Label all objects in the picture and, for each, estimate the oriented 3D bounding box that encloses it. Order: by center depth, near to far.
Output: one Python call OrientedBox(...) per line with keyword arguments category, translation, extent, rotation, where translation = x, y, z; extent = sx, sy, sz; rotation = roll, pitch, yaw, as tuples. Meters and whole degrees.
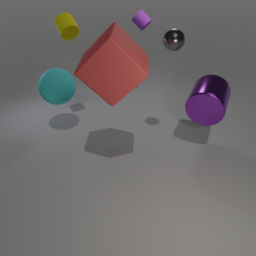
OrientedBox(category="cube", translation=(-0.398, -1.755, 7.718), extent=(1.400, 1.400, 1.400), rotation=(-38, 25, 26))
OrientedBox(category="ball", translation=(1.464, -2.801, 8.916), extent=(0.700, 0.700, 0.700), rotation=(0, 30, 0))
OrientedBox(category="cylinder", translation=(-2.183, -3.614, 10.003), extent=(0.700, 0.700, 0.700), rotation=(-17, 64, -26))
OrientedBox(category="cylinder", translation=(2.945, -1.028, 10.270), extent=(1.400, 1.400, 1.400), rotation=(12, 41, 20))
OrientedBox(category="ball", translation=(-2.733, -1.593, 10.810), extent=(1.400, 1.400, 1.400), rotation=(0, 30, 0))
OrientedBox(category="cylinder", translation=(0.655, -5.172, 13.436), extent=(0.700, 0.700, 0.700), rotation=(45, 36, -5))
